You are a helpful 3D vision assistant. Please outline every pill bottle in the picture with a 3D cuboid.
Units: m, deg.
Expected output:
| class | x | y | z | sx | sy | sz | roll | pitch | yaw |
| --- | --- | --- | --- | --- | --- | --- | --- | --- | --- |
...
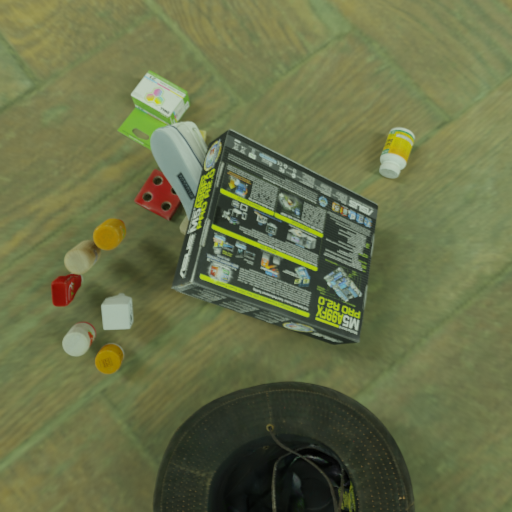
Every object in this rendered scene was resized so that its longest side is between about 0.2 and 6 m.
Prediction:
| class | x | y | z | sx | sy | sz | roll | pitch | yaw |
| --- | --- | --- | --- | --- | --- | --- | --- | --- | --- |
| pill bottle | 2.493 | -1.827 | 10.013 | 0.468 | 0.468 | 0.829 | 21 | 76 | 6 |

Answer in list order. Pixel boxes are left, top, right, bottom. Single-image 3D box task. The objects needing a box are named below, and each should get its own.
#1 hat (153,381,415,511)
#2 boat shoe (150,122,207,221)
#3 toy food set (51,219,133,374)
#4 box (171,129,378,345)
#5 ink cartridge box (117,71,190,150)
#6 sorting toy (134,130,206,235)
| class | x | y | z | sx | sy | sz | roll | pitch | yaw |
| --- | --- | --- | --- | --- | --- | --- | --- | --- | --- |
| hat | 0.394 | 3.422 | 7.926 | 3.527 | 1.423 | 3.527 | -2 | 77 | 10 |
| boat shoe | -0.647 | -0.998 | 8.861 | 1.056 | 0.915 | 2.478 | -33 | 94 | -40 |
| toy food set | -2.545 | 0.599 | 8.980 | 1.131 | 1.066 | 2.369 | -3 | 102 | -3 |
| box | 0.420 | -0.189 | 8.315 | 2.928 | 0.648 | 2.345 | 21 | 69 | -27 |
| ink cartridge box | -1.905 | -2.644 | 10.258 | 0.877 | 0.450 | 1.187 | 31 | 75 | 8 |
| sorting toy | -0.056 | -0.929 | 9.612 | 4.291 | 0.726 | 2.069 | 30 | 76 | 8 |
